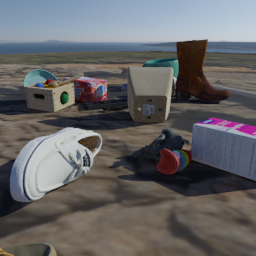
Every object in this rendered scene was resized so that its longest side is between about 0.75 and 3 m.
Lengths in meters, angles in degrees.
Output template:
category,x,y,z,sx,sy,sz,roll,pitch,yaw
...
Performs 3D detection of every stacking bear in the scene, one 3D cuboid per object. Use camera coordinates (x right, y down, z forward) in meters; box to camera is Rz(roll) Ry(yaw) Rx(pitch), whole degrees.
category,x,y,z,sx,sy,sz,roll,pitch,yaw
stacking bear,1.185,0.735,6.598,0.529,0.564,0.930,26,23,34

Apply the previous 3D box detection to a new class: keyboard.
category,x,y,z,sx,sy,sz,roll,pitch,yaw
keyboard,-0.604,-1.047,12.238,2.543,0.262,1.616,-9,21,-24

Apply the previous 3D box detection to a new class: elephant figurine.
category,x,y,z,sx,sy,sz,roll,pitch,yaw
elephant figurine,0.797,0.523,7.016,1.110,0.861,0.785,-22,58,-29

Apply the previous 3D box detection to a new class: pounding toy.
category,x,y,z,sx,sy,sz,roll,pitch,yaw
pounding toy,-3.097,-1.604,12.046,1.868,1.328,1.720,9,24,23

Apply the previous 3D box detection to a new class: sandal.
category,x,y,z,sx,sy,sz,roll,pitch,yaw
sandal,-2.152,1.680,3.465,2.424,0.654,0.973,0,19,0

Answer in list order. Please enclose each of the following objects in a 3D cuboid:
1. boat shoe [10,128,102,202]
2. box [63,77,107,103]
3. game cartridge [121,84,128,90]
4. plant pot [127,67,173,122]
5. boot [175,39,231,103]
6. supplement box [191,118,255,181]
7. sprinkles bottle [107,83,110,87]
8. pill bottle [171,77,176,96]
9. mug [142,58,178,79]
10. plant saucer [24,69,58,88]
category,x,y,z,sx,sy,sz,roll,pitch,yaw
boat shoe,-1.299,0.659,6.048,1.047,1.063,2.999,1,12,12
box,-2.085,-1.885,13.527,2.080,0.993,1.037,16,24,39
game cartridge,0.332,-2.438,16.357,1.023,0.303,1.579,11,21,18
plant pot,0.804,-1.114,10.293,1.710,1.708,1.514,1,40,2
boot,3.508,-2.669,13.015,2.640,2.804,0.960,10,21,26
supplement box,2.557,0.457,6.622,1.904,0.984,0.964,15,22,41
sprinkles bottle,-1.351,-2.643,16.935,0.271,0.271,0.794,-9,21,-25
pill bottle,1.934,-2.126,14.291,1.699,0.989,0.989,-1,19,-6
mug,2.072,-3.334,16.913,1.973,1.484,2.401,-10,19,-7
plant saucer,-4.036,-1.911,13.122,1.693,1.693,0.304,-15,-8,-38
